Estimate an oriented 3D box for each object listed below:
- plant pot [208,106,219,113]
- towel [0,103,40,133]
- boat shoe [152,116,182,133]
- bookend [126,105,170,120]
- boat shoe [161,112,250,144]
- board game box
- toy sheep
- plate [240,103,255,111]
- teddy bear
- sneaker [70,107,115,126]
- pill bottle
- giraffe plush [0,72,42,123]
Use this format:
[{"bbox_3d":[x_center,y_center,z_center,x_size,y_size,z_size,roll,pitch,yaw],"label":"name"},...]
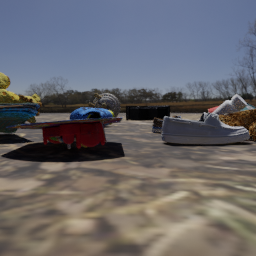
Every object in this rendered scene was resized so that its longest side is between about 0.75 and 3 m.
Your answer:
[{"bbox_3d":[3.475,-0.427,10.505,0.843,0.953,0.953,-6,2,15],"label":"plant pot"},{"bbox_3d":[-3.800,-0.111,6.356,2.968,0.322,2.177,-6,-10,-39],"label":"towel"},{"bbox_3d":[1.402,-0.107,8.191,1.380,0.500,0.499,0,4,1],"label":"boat shoe"},{"bbox_3d":[1.246,-0.962,17.720,2.023,0.932,2.010,-4,5,-40],"label":"bookend"},{"bbox_3d":[1.602,-0.011,5.797,1.829,0.627,0.659,0,4,3],"label":"boat shoe"},{"bbox_3d":[-1.039,0.144,5.208,1.883,0.464,2.383,-5,-1,-3],"label":"board game box"},{"bbox_3d":[-1.237,-1.155,15.490,1.715,1.715,2.488,0,4,5],"label":"toy sheep"},{"bbox_3d":[4.342,-0.554,10.012,1.637,0.209,1.637,15,36,-11],"label":"plate"},{"bbox_3d":[2.912,-0.056,6.835,2.370,0.791,1.718,-9,0,-18],"label":"teddy bear"},{"bbox_3d":[-1.701,-0.479,11.578,2.350,0.775,0.921,3,3,35],"label":"sneaker"},{"bbox_3d":[3.350,-0.549,9.331,1.139,0.651,0.651,-47,-22,27],"label":"pill bottle"},{"bbox_3d":[-5.436,-1.143,13.327,2.355,2.506,2.904,22,-18,-30],"label":"giraffe plush"}]
